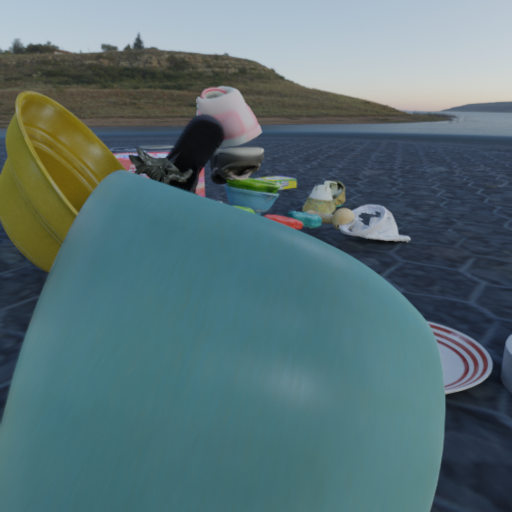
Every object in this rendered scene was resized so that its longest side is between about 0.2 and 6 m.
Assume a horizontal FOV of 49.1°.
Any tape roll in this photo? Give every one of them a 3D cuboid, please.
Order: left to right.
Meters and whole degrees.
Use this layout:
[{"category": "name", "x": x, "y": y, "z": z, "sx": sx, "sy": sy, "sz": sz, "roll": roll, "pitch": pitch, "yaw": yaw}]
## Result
[{"category": "tape roll", "x": 3.464, "y": 1.276, "z": 6.209, "sx": 1.353, "sy": 0.447, "sz": 1.353, "roll": -1, "pitch": 16, "yaw": 0}]

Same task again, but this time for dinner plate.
[{"category": "dinner plate", "x": 1.709, "y": 1.212, "z": 6.787, "sx": 2.126, "sy": 0.258, "sz": 2.126, "roll": 0, "pitch": 17, "yaw": 0}]

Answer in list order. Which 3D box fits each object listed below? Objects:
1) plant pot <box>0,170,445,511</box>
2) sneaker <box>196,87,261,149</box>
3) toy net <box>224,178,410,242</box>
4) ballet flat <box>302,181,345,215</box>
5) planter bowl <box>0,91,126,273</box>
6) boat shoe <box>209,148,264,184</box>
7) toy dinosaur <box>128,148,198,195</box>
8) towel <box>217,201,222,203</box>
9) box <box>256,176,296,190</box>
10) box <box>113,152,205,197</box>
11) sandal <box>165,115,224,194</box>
[{"category": "plant pot", "x": -0.102, "y": 0.984, "z": 3.690, "sx": 2.142, "sy": 2.669, "sz": 2.669, "roll": 13, "pitch": 16, "yaw": -2}, {"category": "sneaker", "x": -0.902, "y": -2.839, "z": 11.601, "sx": 0.873, "sy": 1.213, "sz": 2.320, "roll": -41, "pitch": 24, "yaw": -28}, {"category": "toy net", "x": 1.344, "y": -0.970, "z": 12.031, "sx": 4.219, "sy": 0.815, "sz": 2.213, "roll": 9, "pitch": 9, "yaw": -1}, {"category": "ballet flat", "x": 1.903, "y": -1.630, "z": 15.548, "sx": 0.890, "sy": 0.890, "sz": 2.517, "roll": 7, "pitch": 18, "yaw": 23}, {"category": "planter bowl", "x": -3.246, "y": -0.784, "z": 9.754, "sx": 1.607, "sy": 3.859, "sz": 3.859, "roll": -34, "pitch": 14, "yaw": 9}, {"category": "boat shoe", "x": -0.459, "y": -1.943, "z": 12.325, "sx": 0.987, "sy": 0.842, "sz": 2.953, "roll": -3, "pitch": 10, "yaw": -14}, {"category": "toy dinosaur", "x": -1.911, "y": -0.541, "z": 10.300, "sx": 3.118, "sy": 1.593, "sz": 2.116, "roll": 16, "pitch": 56, "yaw": -13}, {"category": "towel", "x": -1.645, "y": -1.086, "z": 14.166, "sx": 1.390, "sy": 0.595, "sz": 1.151, "roll": 9, "pitch": 17, "yaw": 34}, {"category": "box", "x": 0.530, "y": -2.518, "z": 19.469, "sx": 1.549, "sy": 0.375, "sz": 0.909, "roll": -14, "pitch": 21, "yaw": -35}, {"category": "box", "x": -3.161, "y": -2.081, "z": 15.819, "sx": 3.231, "sy": 1.529, "sz": 1.658, "roll": -5, "pitch": 17, "yaw": -16}, {"category": "sandal", "x": -1.473, "y": -1.681, "z": 11.158, "sx": 0.953, "sy": 2.506, "sz": 0.537, "roll": 16, "pitch": 40, "yaw": -21}]
